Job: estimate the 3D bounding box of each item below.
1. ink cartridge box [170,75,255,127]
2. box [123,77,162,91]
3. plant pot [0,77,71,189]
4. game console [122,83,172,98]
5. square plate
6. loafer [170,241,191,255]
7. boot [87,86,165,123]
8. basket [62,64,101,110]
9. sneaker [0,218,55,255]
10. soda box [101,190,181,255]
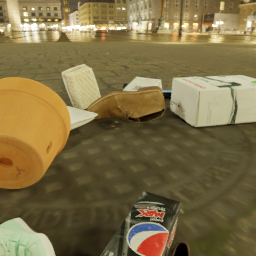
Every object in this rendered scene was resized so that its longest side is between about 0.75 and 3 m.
[{"bbox_3d":[2.984,-0.950,8.994,2.744,1.140,2.011,-5,21,-14],"label":"ink cartridge box"},{"bbox_3d":[0.553,-1.280,10.149,1.037,0.681,1.042,14,44,31],"label":"box"},{"bbox_3d":[-2.104,0.203,5.248,1.914,1.914,1.340,-1,36,-3],"label":"plant pot"},{"bbox_3d":[1.105,-1.504,11.579,2.707,0.326,1.597,2,24,1],"label":"game console"},{"bbox_3d":[-2.756,-0.151,7.973,2.782,0.396,2.756,14,24,31],"label":"square plate"},{"bbox_3d":[0.460,1.748,2.890,0.482,0.422,1.340,6,21,15],"label":"loafer"},{"bbox_3d":[-0.062,-0.567,8.534,2.435,0.896,0.919,-13,61,3],"label":"boot"},{"bbox_3d":[-1.555,-1.388,9.652,0.921,1.358,0.838,-27,28,-22],"label":"basket"},{"bbox_3d":[-1.414,1.543,3.351,0.753,0.470,1.276,-12,14,-43],"label":"sneaker"},{"bbox_3d":[0.110,1.489,3.255,0.566,0.632,1.787,14,24,19],"label":"soda box"}]
